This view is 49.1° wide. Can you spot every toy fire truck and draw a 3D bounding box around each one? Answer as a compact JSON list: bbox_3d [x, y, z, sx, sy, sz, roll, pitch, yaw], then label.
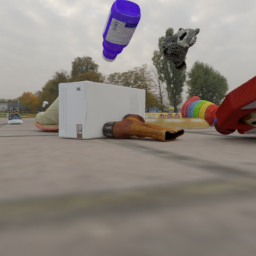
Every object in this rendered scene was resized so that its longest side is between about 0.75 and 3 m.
[{"bbox_3d":[2.696,-0.330,4.826,2.594,1.455,2.178,-1,-22,-25],"label":"toy fire truck"}]

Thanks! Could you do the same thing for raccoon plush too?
[{"bbox_3d":[2.294,-3.057,10.772,1.400,1.011,2.089,-4,-18,36],"label":"raccoon plush"}]

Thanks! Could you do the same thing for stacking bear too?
[{"bbox_3d":[3.420,-0.609,11.980,1.194,1.276,2.100,-13,17,-33],"label":"stacking bear"}]

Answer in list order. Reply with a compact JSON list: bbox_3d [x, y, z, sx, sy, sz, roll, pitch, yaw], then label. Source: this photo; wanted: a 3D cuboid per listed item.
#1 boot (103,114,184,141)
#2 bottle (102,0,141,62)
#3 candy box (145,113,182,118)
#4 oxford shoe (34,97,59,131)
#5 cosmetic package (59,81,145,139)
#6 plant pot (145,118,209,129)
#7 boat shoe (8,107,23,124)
[{"bbox_3d":[0.418,-0.033,5.411,1.375,0.471,1.295,2,3,33],"label":"boot"},{"bbox_3d":[-0.259,-2.332,6.961,0.723,0.565,1.731,6,-27,-16],"label":"bottle"},{"bbox_3d":[1.931,-0.529,15.080,2.123,0.599,1.238,-2,3,0],"label":"candy box"},{"bbox_3d":[-1.634,-0.400,7.372,2.730,1.008,0.966,2,4,44],"label":"oxford shoe"},{"bbox_3d":[-0.462,-0.365,6.025,0.795,1.091,2.146,2,2,35],"label":"cosmetic package"},{"bbox_3d":[1.652,-0.204,10.472,2.682,0.369,2.682,-1,2,0],"label":"plant pot"},{"bbox_3d":[-5.855,-0.645,14.431,0.683,0.876,1.930,-1,3,-27],"label":"boat shoe"}]
